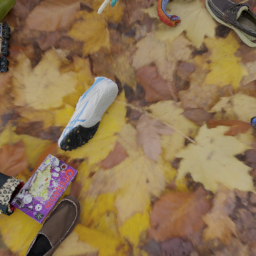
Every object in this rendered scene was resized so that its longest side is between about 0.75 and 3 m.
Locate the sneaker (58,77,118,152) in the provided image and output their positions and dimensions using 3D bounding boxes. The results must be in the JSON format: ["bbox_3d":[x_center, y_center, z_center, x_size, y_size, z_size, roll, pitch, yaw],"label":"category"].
[{"bbox_3d":[-1.185,-0.392,7.878,0.858,0.851,2.368,29,81,37],"label":"sneaker"}]

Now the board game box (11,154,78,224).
[{"bbox_3d":[-2.174,1.567,7.389,0.960,0.258,1.600,31,64,6],"label":"board game box"}]

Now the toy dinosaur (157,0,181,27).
[{"bbox_3d":[1.376,-4.535,9.040,2.774,1.456,2.517,29,88,44],"label":"toy dinosaur"}]

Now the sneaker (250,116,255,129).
[{"bbox_3d":[4.374,0.488,7.542,2.459,0.926,0.964,36,83,11],"label":"sneaker"}]

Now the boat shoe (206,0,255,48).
[{"bbox_3d":[3.415,-3.478,8.635,2.300,0.745,0.842,43,79,10],"label":"boat shoe"}]

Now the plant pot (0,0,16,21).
[{"bbox_3d":[-4.278,-3.815,8.465,1.514,1.514,1.458,39,67,9],"label":"plant pot"}]

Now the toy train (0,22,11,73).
[{"bbox_3d":[-3.874,-2.500,8.635,0.391,0.291,1.705,-6,75,10],"label":"toy train"}]

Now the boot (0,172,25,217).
[{"bbox_3d":[-3.842,2.001,7.109,1.709,0.817,2.263,19,73,10],"label":"boot"}]

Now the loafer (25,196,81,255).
[{"bbox_3d":[-1.866,2.643,7.044,0.723,0.703,1.981,28,77,7],"label":"loafer"}]

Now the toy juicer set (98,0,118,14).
[{"bbox_3d":[-0.016,-3.594,6.908,0.515,1.205,1.893,34,52,-20],"label":"toy juicer set"}]
